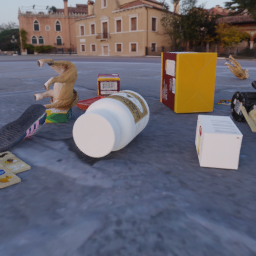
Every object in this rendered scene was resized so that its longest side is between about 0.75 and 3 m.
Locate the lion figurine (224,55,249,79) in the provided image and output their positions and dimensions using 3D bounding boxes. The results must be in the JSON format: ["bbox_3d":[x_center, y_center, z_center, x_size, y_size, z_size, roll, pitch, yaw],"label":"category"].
[{"bbox_3d":[8.696,-4.699,22.354,1.753,1.037,2.862,51,27,21],"label":"lion figurine"}]

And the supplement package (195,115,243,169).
[{"bbox_3d":[2.402,0.319,7.636,0.926,0.961,1.690,4,17,8],"label":"supplement package"}]

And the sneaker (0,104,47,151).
[{"bbox_3d":[-3.328,0.152,8.824,0.761,0.890,2.170,28,47,15],"label":"sneaker"}]

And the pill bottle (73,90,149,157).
[{"bbox_3d":[-0.433,-0.174,8.267,1.530,1.530,2.676,6,18,19],"label":"pill bottle"}]

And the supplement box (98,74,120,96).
[{"bbox_3d":[-1.187,-2.717,17.285,1.323,1.027,2.397,-1,17,-4],"label":"supplement box"}]

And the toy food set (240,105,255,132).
[{"bbox_3d":[4.784,-0.099,9.224,2.358,0.371,1.499,5,48,-17],"label":"toy food set"}]

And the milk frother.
[{"bbox_3d":[5.242,-0.657,10.610,1.895,1.818,2.014,-2,60,-4],"label":"milk frother"}]

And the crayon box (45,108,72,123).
[{"bbox_3d":[-3.193,-0.548,11.339,1.656,0.427,1.041,0,17,-1],"label":"crayon box"}]

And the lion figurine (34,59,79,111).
[{"bbox_3d":[-2.359,-1.541,10.157,1.803,1.067,2.944,-22,-17,-34],"label":"lion figurine"}]

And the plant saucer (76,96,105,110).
[{"bbox_3d":[-1.209,-1.106,13.269,1.939,0.357,1.943,11,20,33],"label":"plant saucer"}]

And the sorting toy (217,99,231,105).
[{"bbox_3d":[5.024,-1.359,14.345,0.560,0.196,1.161,15,22,38],"label":"sorting toy"}]

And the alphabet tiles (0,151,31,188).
[{"bbox_3d":[-3.896,1.133,6.515,2.813,0.089,2.341,-17,23,-42],"label":"alphabet tiles"}]

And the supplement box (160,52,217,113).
[{"bbox_3d":[2.699,-2.230,13.099,1.715,2.547,2.582,-3,17,-9],"label":"supplement box"}]
